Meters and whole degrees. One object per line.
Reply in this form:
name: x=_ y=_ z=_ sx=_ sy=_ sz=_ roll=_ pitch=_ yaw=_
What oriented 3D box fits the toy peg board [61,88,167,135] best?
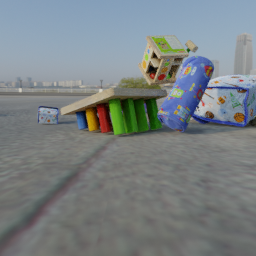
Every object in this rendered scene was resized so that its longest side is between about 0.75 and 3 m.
toy peg board: x=-0.299 y=-0.288 z=7.562 sx=2.110 sy=1.036 sz=2.119 roll=-14 pitch=-6 yaw=43

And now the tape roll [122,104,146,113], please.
tape roll: x=0.007 y=-1.153 z=14.006 sx=1.832 sy=0.778 sz=1.832 roll=0 pitch=8 yaw=0

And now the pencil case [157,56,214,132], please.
pencil case: x=1.444 y=-0.900 z=7.105 sx=0.872 sy=2.008 sz=0.783 roll=18 pitch=-18 yaw=33

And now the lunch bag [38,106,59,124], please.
lunch bag: x=-2.632 y=-0.457 z=9.232 sx=0.669 sy=0.487 sz=0.787 roll=4 pitch=17 yaw=-16

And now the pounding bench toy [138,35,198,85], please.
pounding bench toy: x=1.592 y=-2.547 z=10.719 sx=1.945 sy=1.517 sz=1.208 roll=-9 pitch=53 yaw=-23

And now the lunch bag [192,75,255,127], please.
lunch bag: x=3.089 y=-0.981 z=9.275 sx=2.374 sy=1.470 sz=2.018 roll=12 pitch=25 yaw=38

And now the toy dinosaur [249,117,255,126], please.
toy dinosaur: x=4.011 y=-0.327 z=7.991 sx=0.787 sy=0.424 sz=1.787 roll=5 pitch=-18 yaw=11
